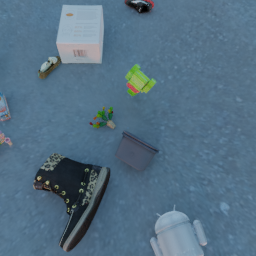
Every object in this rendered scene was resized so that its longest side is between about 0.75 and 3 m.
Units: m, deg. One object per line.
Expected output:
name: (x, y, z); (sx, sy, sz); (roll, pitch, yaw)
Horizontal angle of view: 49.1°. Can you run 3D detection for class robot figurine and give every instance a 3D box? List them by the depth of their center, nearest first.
robot figurine: (1.513, 3.389, 8.415); (1.690, 1.125, 1.993); (-27, 62, 11)

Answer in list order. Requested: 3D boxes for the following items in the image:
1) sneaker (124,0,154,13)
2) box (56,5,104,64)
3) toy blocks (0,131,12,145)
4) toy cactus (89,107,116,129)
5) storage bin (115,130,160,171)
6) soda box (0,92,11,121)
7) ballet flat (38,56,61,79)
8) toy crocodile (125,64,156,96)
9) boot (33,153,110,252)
sneaker: (0.506, -6.096, 13.907); (1.506, 0.532, 0.736); (14, 60, 6)
box: (-2.034, -4.170, 12.445); (1.801, 1.258, 2.365); (1, 61, 1)
toy blocks: (-4.920, 0.441, 10.218); (0.929, 0.782, 0.869); (36, 68, 18)
toy cactus: (-0.872, -0.296, 10.858); (0.906, 0.561, 1.098); (43, 66, 0)
storage bin: (0.285, 0.845, 9.982); (1.439, 1.047, 0.967); (30, 93, 15)
soda box: (-5.016, -0.860, 11.144); (0.365, 0.393, 1.148); (-21, 64, -11)
ballet flat: (-3.406, -2.731, 12.094); (0.484, 0.516, 1.426); (30, 65, 15)
toy crocodile: (0.319, -1.600, 9.903); (0.935, 2.769, 0.855); (41, 93, -7)
boot: (-2.043, 2.216, 9.086); (2.190, 1.064, 2.909); (20, 60, 9)
